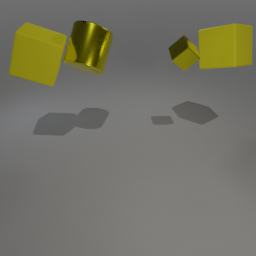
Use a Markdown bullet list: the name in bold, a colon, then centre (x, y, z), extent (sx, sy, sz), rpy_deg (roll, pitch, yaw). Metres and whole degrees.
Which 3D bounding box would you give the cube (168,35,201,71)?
- **cube**: centre (1.888, -2.511, 9.419), extent (0.700, 0.700, 0.700), rpy_deg (28, 40, -35)

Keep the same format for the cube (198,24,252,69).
- **cube**: centre (3.545, -2.919, 10.186), extent (1.400, 1.400, 1.400), rpy_deg (-16, 16, -42)

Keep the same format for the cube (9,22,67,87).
- **cube**: centre (-2.888, -2.397, 9.108), extent (1.400, 1.400, 1.400), rpy_deg (15, 29, -14)

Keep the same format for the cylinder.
- **cylinder**: centre (-1.349, -2.689, 9.558), extent (1.400, 1.400, 1.400), rpy_deg (15, -1, 0)
